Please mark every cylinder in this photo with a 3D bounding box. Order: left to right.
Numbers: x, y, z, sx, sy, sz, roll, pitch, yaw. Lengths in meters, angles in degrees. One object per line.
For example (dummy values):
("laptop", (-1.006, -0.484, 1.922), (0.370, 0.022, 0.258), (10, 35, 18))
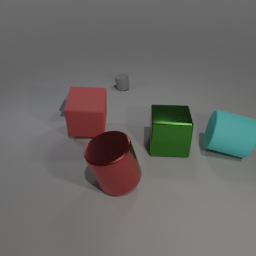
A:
("cylinder", (-0.422, 1.039, 8.345), (1.400, 1.400, 1.400), (-12, 39, 10))
("cylinder", (-0.298, -2.421, 14.766), (0.700, 0.700, 0.700), (-8, 33, 5))
("cylinder", (3.548, 0.203, 9.770), (1.400, 1.400, 1.400), (15, 34, 3))

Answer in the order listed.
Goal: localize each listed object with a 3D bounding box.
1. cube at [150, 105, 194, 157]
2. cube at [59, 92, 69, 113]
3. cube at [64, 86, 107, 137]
("cube", (1.514, 0.083, 10.167), (1.400, 1.400, 1.400), (2, 31, 3))
("cube", (-2.510, -1.036, 12.306), (0.700, 0.700, 0.700), (29, 33, -14))
("cube", (-1.570, -0.615, 10.803), (1.400, 1.400, 1.400), (3, 47, -1))
